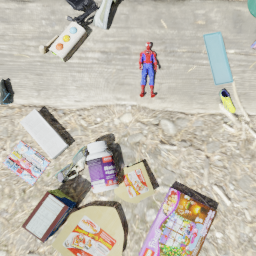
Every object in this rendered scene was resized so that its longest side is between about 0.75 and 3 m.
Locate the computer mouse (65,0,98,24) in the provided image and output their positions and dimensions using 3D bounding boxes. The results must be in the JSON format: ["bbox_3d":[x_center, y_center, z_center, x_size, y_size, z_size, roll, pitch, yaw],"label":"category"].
[{"bbox_3d":[-2.247,-5.102,11.942,1.933,0.445,1.357,40,80,22],"label":"computer mouse"}]

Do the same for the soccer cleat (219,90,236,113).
[{"bbox_3d":[4.061,-1.089,11.436,0.345,0.446,1.067,-28,82,-4],"label":"soccer cleat"}]

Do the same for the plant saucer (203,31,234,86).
[{"bbox_3d":[3.780,-2.928,11.856,0.809,0.219,2.314,-10,82,-2],"label":"plant saucer"}]

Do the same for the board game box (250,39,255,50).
[{"bbox_3d":[5.751,-3.448,11.657,0.941,0.750,0.456,36,82,5],"label":"board game box"}]

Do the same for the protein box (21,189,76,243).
[{"bbox_3d":[-2.827,3.149,10.247,0.991,1.458,1.469,35,83,5],"label":"protein box"}]

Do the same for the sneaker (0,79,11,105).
[{"bbox_3d":[-5.073,-1.485,11.585,0.451,0.403,1.102,-2,84,-20],"label":"sneaker"}]

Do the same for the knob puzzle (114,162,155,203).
[{"bbox_3d":[0.155,2.239,10.986,1.641,0.228,1.641,-3,76,14],"label":"knob puzzle"}]

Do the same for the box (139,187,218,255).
[{"bbox_3d":[1.877,3.962,10.571,1.943,0.555,2.839,26,82,4],"label":"box"}]

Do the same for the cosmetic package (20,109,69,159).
[{"bbox_3d":[-3.320,0.254,11.191,0.823,0.505,1.995,-42,83,-6],"label":"cosmetic package"}]

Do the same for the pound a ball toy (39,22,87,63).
[{"bbox_3d":[-2.763,-3.642,11.681,1.182,0.770,1.812,37,83,5],"label":"pound a ball toy"}]

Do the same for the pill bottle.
[{"bbox_3d":[-1.013,1.466,10.733,1.027,1.027,1.844,-13,82,-2],"label":"pill bottle"}]

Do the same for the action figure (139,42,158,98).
[{"bbox_3d":[0.827,-2.467,11.624,0.769,0.608,2.352,0,78,3],"label":"action figure"}]

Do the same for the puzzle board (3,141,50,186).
[{"bbox_3d":[-4.072,1.398,11.205,1.538,0.134,1.159,35,83,5],"label":"puzzle board"}]

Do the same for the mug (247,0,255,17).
[{"bbox_3d":[5.737,-5.242,11.758,1.482,1.115,1.804,40,84,5],"label":"mug"}]

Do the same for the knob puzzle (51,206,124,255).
[{"bbox_3d":[-1.255,4.080,10.649,2.762,0.383,2.762,0,81,1],"label":"knob puzzle"}]

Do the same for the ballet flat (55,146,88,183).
[{"bbox_3d":[-2.042,1.483,10.911,0.619,0.619,1.722,42,79,6],"label":"ballet flat"}]

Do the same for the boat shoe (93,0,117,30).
[{"bbox_3d":[-0.797,-5.230,11.972,0.666,0.765,2.077,26,86,-2],"label":"boat shoe"}]
